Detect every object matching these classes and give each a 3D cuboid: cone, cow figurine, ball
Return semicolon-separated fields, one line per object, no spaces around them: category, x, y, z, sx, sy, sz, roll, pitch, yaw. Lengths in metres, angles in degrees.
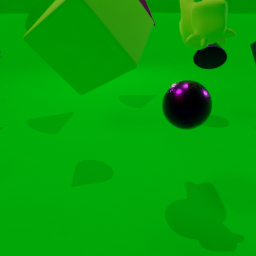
cone;-2.346;-3.394;9.394;1.485;1.485;1.491;25;-6;43
cone;0.565;-4.592;11.321;1.509;1.503;1.503;30;13;-26
cone;2.759;-2.743;9.420;1.078;1.078;1.082;4;62;9
cow figurine;1.412;-1.906;5.333;0.853;1.554;1.530;-7;68;4
ball;1.078;-0.421;5.142;0.906;0.906;0.906;0;25;0

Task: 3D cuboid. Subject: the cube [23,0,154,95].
cube;-0.443;-1.224;3.518;1.013;1.013;1.013;-19;39;38

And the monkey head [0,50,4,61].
monkey head;-4.167;-2.423;8.219;1.039;0.870;1.444;12;59;-28

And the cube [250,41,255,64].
cube;4.309;-2.322;8.330;0.823;0.823;0.823;-15;-2;-4
